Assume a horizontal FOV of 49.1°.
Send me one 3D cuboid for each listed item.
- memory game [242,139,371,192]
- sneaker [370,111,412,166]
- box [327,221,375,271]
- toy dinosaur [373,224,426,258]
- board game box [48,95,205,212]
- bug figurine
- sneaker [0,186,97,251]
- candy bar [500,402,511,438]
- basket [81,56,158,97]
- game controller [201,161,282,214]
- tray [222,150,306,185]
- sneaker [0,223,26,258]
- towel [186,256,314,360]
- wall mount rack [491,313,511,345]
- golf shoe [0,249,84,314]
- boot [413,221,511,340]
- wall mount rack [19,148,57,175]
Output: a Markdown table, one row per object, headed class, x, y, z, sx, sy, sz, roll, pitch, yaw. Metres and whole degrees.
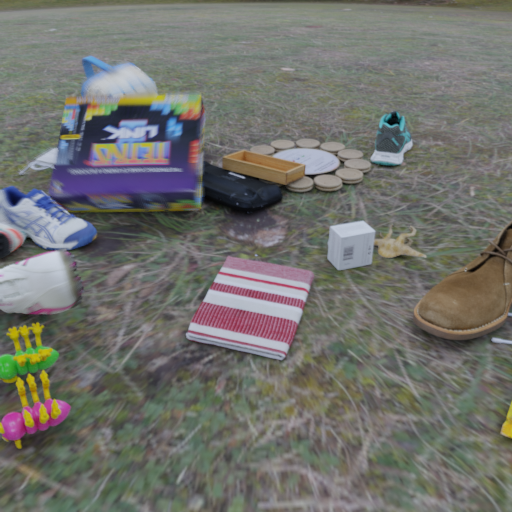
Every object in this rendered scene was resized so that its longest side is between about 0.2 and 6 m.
| class | x | y | z | sx | sy | sz | roll | pitch | yaw |
| --- | --- | --- | --- | --- | --- | --- | --- | --- | --- |
| memory game | 1.291 | -2.471 | 15.023 | 3.539 | 0.225 | 3.539 | 0 | 31 | 0 |
| sneaker | 3.912 | -3.517 | 15.775 | 1.056 | 1.241 | 2.721 | 8 | 31 | 13 |
| box | 1.813 | -0.200 | 10.723 | 0.749 | 0.745 | 0.490 | -11 | 33 | -17 |
| toy dinosaur | 2.849 | -0.203 | 11.174 | 1.633 | 0.475 | 0.826 | 20 | 51 | 42 |
| board game box | -2.828 | -2.342 | 12.714 | 3.198 | 0.907 | 2.643 | -1 | 64 | 2 |
| bug figurine | -3.565 | 1.885 | 7.314 | 2.068 | 0.686 | 2.666 | -13 | 33 | -22 |
| sneaker | -4.374 | -0.804 | 11.474 | 2.323 | 1.024 | 0.874 | 11 | 31 | 16 |
| candy bar | 3.819 | 1.881 | 7.764 | 0.494 | 0.219 | 1.980 | 20 | 36 | 23 |
| basket | -3.784 | -4.088 | 15.384 | 1.960 | 2.484 | 2.817 | -30 | 38 | -22 |
| game controller | -0.815 | -1.710 | 13.569 | 2.953 | 0.622 | 1.540 | 24 | 24 | 34 |
| tray | 0.183 | -2.227 | 14.026 | 1.888 | 0.350 | 0.931 | 20 | 30 | 29 |
| sneaker | -5.593 | -0.359 | 11.224 | 1.958 | 0.689 | 0.915 | 4 | 15 | 9 |
| towel | -0.035 | 0.825 | 9.517 | 1.670 | 0.264 | 2.318 | 10 | 34 | 12 |
| wall mount rack | 4.387 | 1.039 | 8.921 | 1.183 | 0.508 | 1.362 | -32 | 15 | 30 |
| golf shoe | -3.503 | 0.533 | 8.616 | 1.178 | 0.928 | 2.557 | -19 | 3 | -39 |
| boot | 3.905 | 0.228 | 9.393 | 3.601 | 1.359 | 1.326 | -24 | 38 | -34 |
| wall mount rack | -5.416 | -2.412 | 14.589 | 1.279 | 0.549 | 1.471 | 14 | 38 | 17 |
